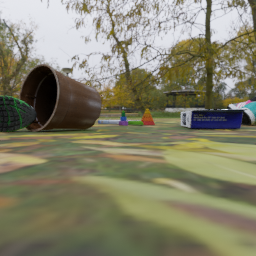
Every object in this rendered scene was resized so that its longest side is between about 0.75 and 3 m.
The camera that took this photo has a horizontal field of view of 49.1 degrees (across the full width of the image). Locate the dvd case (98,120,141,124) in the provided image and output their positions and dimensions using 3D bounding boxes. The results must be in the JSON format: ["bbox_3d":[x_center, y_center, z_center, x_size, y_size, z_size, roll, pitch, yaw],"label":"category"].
[{"bbox_3d":[-0.172,-0.283,13.421,1.566,0.193,2.195,-3,3,-44],"label":"dvd case"}]

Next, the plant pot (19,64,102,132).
[{"bbox_3d":[-1.668,-0.654,7.317,1.651,1.651,1.634,2,-4,40],"label":"plant pot"}]

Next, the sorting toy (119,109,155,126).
[{"bbox_3d":[0.378,-0.461,11.603,0.716,0.712,2.066,2,3,41],"label":"sorting toy"}]

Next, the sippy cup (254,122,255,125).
[{"bbox_3d":[5.568,-0.418,12.289,0.613,0.657,0.836,11,13,4],"label":"sippy cup"}]

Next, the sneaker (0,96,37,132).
[{"bbox_3d":[-3.152,-0.344,7.049,2.180,0.851,0.929,1,2,25],"label":"sneaker"}]

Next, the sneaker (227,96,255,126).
[{"bbox_3d":[5.236,-0.886,11.795,1.508,1.044,2.498,-28,8,4],"label":"sneaker"}]

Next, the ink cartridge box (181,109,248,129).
[{"bbox_3d":[2.580,-0.284,8.948,1.491,0.588,2.999,0,1,5],"label":"ink cartridge box"}]
